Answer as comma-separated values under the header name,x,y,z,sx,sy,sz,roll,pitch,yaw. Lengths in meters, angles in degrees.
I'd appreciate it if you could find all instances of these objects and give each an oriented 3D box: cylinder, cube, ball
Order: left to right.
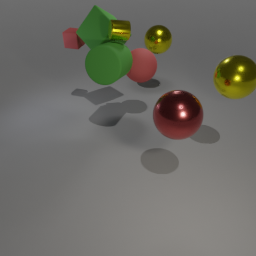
name,x,y,z,sx,sy,sz,roll,pitch,yaw
cube,-2.393,-3.967,12.403,0.700,0.700,0.700,11,39,14
cube,-1.012,-3.983,11.816,1.400,1.400,1.400,50,23,19
cylinder,-0.682,-2.432,10.415,1.400,1.400,1.400,10,25,15
cylinder,-0.317,-3.575,10.237,0.700,0.700,0.700,-1,30,-15
ball,0.519,-2.609,11.712,1.400,1.400,1.400,0,31,0
ball,1.511,-4.425,14.041,1.400,1.400,1.400,0,31,0
ball,1.396,-0.365,7.854,1.400,1.400,1.400,0,31,0
ball,3.456,-1.618,8.973,1.400,1.400,1.400,0,31,0
